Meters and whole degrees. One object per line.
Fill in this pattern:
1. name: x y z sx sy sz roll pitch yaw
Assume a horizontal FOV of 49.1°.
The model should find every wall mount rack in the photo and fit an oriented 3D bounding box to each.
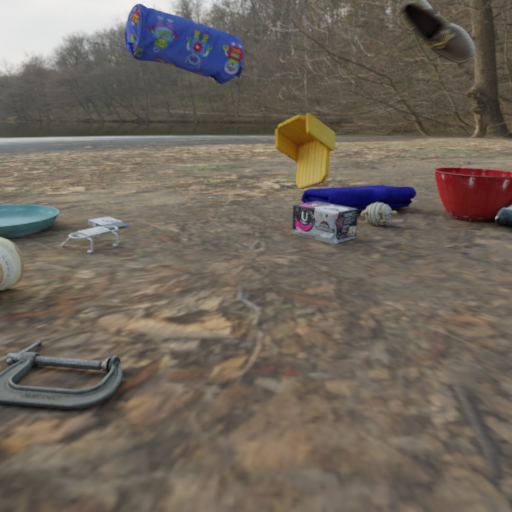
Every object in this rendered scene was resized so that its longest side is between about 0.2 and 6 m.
1. wall mount rack: -3.165 -0.327 10.622 0.913 0.392 1.050 15 21 33

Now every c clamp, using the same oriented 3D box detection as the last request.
1. c clamp: -1.945 1.129 5.557 1.447 0.196 1.236 4 16 16

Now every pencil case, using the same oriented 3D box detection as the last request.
1. pencil case: -1.546 -4.565 12.270 2.641 1.147 1.030 7 15 -31

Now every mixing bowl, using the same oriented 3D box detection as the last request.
1. mixing bowl: 5.184 -1.438 13.174 2.042 1.106 2.042 1 13 0

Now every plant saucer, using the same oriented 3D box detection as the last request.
1. plant saucer: -5.590 -0.724 12.070 2.572 0.352 2.572 -1 15 0

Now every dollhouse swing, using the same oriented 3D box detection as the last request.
1. dollhouse swing: 0.818 -1.885 10.306 0.943 0.912 1.038 29 -19 -28

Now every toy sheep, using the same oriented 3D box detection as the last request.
1. toy sheep: 2.721 -0.921 12.444 0.835 0.575 0.575 5 15 36

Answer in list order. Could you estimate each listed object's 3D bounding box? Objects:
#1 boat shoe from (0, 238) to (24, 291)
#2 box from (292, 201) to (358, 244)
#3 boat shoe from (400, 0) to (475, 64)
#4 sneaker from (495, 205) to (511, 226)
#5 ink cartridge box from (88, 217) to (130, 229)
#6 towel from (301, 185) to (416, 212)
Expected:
1. boat shoe: -4.826 0.077 7.758 2.886 1.064 0.998 1 10 0
2. box: 1.378 -0.700 11.380 0.750 0.651 1.135 -13 20 -40
3. boat shoe: 3.644 -4.509 11.312 1.842 0.662 0.548 41 41 -6
4. sneaker: 6.209 -1.210 12.534 2.377 1.026 0.923 -10 18 -33
5. ink cartridge box: -3.280 -0.742 12.514 0.702 0.142 0.700 -13 20 -39
6. towel: 2.605 -1.460 14.471 2.466 0.611 1.821 -5 9 -18
